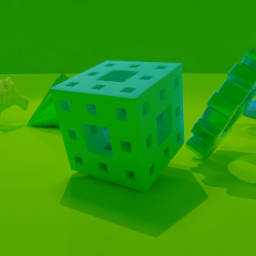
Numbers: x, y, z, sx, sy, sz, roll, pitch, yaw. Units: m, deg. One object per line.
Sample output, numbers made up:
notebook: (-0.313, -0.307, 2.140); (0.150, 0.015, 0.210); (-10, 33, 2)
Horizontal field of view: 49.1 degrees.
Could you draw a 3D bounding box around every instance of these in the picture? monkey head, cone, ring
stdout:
monkey head: (-3.610, -0.837, 8.164); (1.007, 1.672, 1.203); (-18, -32, 19)
cone: (-2.186, -0.420, 7.916); (1.653, 1.646, 1.646); (-25, 9, 9)
ring: (3.943, -0.485, 7.319); (1.918, 0.384, 1.918); (-2, 11, 0)

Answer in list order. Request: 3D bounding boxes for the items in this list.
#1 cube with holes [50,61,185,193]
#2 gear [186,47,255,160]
cube with holes: (-0.059, -0.140, 4.237); (1.360, 1.360, 1.360); (10, 33, 31)
gear: (1.765, -0.376, 4.839); (0.375, 2.030, 2.030); (37, 27, 20)
